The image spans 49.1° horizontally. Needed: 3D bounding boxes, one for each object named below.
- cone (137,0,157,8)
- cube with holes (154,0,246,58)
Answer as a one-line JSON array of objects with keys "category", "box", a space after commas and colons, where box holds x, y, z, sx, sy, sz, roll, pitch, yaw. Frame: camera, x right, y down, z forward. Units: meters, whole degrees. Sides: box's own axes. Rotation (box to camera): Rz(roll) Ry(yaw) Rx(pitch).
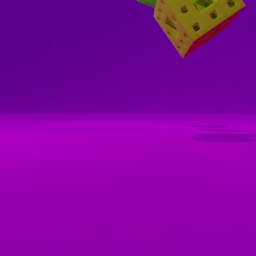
[{"category": "cone", "box": [0.988, -3.576, 7.594, 1.648, 1.642, 1.642, 4, 5, 28]}, {"category": "cube with holes", "box": [0.920, -1.594, 3.835, 0.779, 0.779, 0.779, -34, -1, 0]}]
